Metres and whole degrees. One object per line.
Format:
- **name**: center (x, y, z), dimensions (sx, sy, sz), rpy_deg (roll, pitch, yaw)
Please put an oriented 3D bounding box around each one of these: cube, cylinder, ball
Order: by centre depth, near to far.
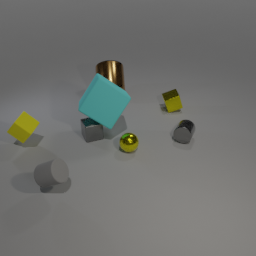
- **cylinder**: center (-2.163, 1.279, 7.927), dimensions (0.700, 0.700, 0.700), rpy_deg (-19, 21, 26)
- **ball**: center (0.039, 0.513, 10.039), dimensions (0.700, 0.700, 0.700), rpy_deg (0, 30, 0)
- **cube**: center (-3.768, -0.026, 10.101), dimensions (0.700, 0.700, 0.700), rpy_deg (39, 38, -17)
- **cube**: center (-0.914, -1.036, 10.575), dimensions (1.400, 1.400, 1.400), rpy_deg (31, 10, -16)
- **cylinder**: center (2.161, 0.128, 10.698), dimensions (0.700, 0.700, 0.700), rpy_deg (12, 30, 20)
- **cube**: center (-1.397, 0.045, 10.871), dimensions (0.700, 0.700, 0.700), rpy_deg (-12, 32, -20)
- **cube**: center (2.035, -1.253, 12.883), dimensions (0.700, 0.700, 0.700), rpy_deg (-19, 35, 7)
- **cylinder**: center (-0.881, -2.415, 13.894), dimensions (1.400, 1.400, 1.400), rpy_deg (-4, -13, -1)
